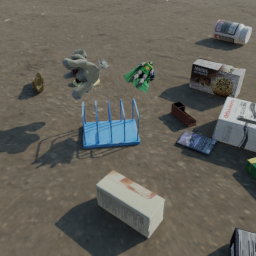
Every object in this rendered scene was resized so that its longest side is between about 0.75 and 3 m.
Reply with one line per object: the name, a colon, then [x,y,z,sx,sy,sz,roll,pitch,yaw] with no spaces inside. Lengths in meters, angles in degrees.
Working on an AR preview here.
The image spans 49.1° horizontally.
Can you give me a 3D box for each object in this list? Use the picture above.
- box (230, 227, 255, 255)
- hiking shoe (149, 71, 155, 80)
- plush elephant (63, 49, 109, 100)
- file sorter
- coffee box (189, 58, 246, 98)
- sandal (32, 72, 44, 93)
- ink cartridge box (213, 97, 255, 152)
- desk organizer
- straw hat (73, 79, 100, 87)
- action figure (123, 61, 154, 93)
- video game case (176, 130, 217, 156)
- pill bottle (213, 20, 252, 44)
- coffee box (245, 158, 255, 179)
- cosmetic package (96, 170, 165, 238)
box: [2.919,3.016,6.374,1.063,0.660,1.072,11,38,14]
hiking shoe: [1.222,-2.894,14.381,0.402,0.468,1.080,-4,37,-5]
plush elephant: [-1.753,-2.075,10.354,1.779,1.465,1.377,-35,29,-29]
file sorter: [-0.660,-0.243,10.226,2.036,1.249,1.413,-5,37,-5]
coffee box: [4.063,-2.285,12.920,2.215,1.252,0.884,24,42,27]
sandal: [-4.331,-2.136,13.286,0.435,0.651,1.592,-21,40,1]
ink cartridge box: [4.527,-0.077,10.186,2.419,1.013,1.745,17,40,21]
desk organizer: [2.244,-0.569,11.297,0.433,0.465,1.209,-18,41,-22]
straw hat: [-2.078,-2.545,13.843,1.344,0.569,1.344,0,37,0]
action figure: [0.551,-1.942,9.759,0.946,0.438,1.601,39,43,-6]
video game case: [2.485,0.528,10.141,1.237,0.117,0.883,20,41,26]
pill bottle: [6.752,-6.208,18.158,2.135,1.216,1.216,25,44,29]
coffee box: [4.625,1.551,8.528,1.138,0.407,1.850,-12,39,-16]
cosmetic package: [0.049,1.999,7.537,1.761,0.910,0.768,26,44,29]
